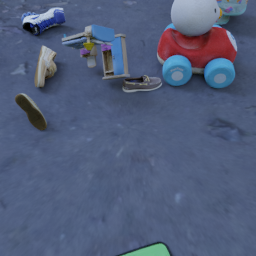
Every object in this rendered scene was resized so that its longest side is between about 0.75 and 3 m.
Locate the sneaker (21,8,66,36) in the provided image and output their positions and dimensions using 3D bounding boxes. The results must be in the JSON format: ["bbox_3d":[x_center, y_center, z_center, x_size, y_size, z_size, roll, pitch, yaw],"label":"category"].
[{"bbox_3d":[-3.414,-4.166,11.247,1.829,0.739,1.056,-8,50,2],"label":"sneaker"}]

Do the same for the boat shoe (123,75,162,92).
[{"bbox_3d":[0.460,-1.434,8.808,1.278,0.381,0.459,-8,46,-8],"label":"boat shoe"}]

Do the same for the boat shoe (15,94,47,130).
[{"bbox_3d":[-2.557,-0.464,7.555,0.419,1.132,0.376,-28,18,6],"label":"boat shoe"}]

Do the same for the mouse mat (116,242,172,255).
[{"bbox_3d":[0.200,3.059,4.503,1.853,0.087,2.302,-13,36,-12],"label":"mouse mat"}]

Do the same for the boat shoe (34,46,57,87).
[{"bbox_3d":[-2.648,-2.005,9.179,0.627,0.668,1.813,14,50,-22],"label":"boat shoe"}]

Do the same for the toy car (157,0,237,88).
[{"bbox_3d":[2.296,-3.224,8.751,2.594,2.933,2.703,5,47,4],"label":"toy car"}]

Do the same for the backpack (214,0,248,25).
[{"bbox_3d":[3.684,-5.404,11.488,2.487,1.907,2.187,-2,52,11],"label":"backpack"}]

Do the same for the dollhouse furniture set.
[{"bbox_3d":[-1.120,-2.049,8.137,1.824,1.261,1.932,-2,7,33],"label":"dollhouse furniture set"}]
